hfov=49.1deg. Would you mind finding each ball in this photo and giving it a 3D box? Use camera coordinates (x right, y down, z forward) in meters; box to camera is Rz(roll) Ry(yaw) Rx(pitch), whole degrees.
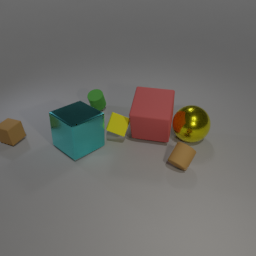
[{"bbox_3d":[2.363,-0.153,10.465,1.400,1.400,1.400,0,33,0],"label":"ball"}]

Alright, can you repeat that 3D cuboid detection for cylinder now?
[{"bbox_3d":[1.772,0.927,9.205,0.700,0.700,0.700,25,79,33],"label":"cylinder"},{"bbox_3d":[-1.379,-1.243,12.440,0.700,0.700,0.700,-5,55,7],"label":"cylinder"}]

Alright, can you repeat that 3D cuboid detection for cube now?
[{"bbox_3d":[-4.425,0.135,10.548,0.700,0.700,0.700,11,38,25],"label":"cube"},{"bbox_3d":[0.902,-0.492,10.252,1.400,1.400,1.400,7,55,11],"label":"cube"},{"bbox_3d":[-0.374,-0.148,10.477,0.700,0.700,0.700,20,2,-7],"label":"cube"},{"bbox_3d":[-1.810,0.046,10.097,1.400,1.400,1.400,28,40,36],"label":"cube"}]
